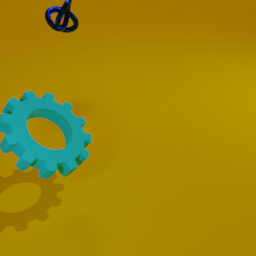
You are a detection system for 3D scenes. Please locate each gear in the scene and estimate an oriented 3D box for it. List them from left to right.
[{"bbox_3d":[-1.594,0.096,5.535,1.815,0.336,1.815,26,42,-26],"label":"gear"}]

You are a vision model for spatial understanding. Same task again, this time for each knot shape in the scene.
[{"bbox_3d":[-1.915,-3.155,8.022,0.489,1.059,0.991,32,48,26],"label":"knot shape"}]
